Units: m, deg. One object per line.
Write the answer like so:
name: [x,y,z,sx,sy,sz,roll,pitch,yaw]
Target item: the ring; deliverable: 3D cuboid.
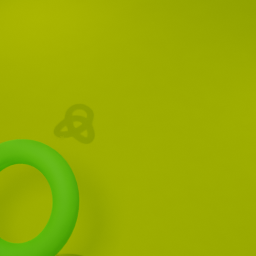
ring: [-1.574,1.063,3.984,1.828,0.366,1.828,-2,79,10]
